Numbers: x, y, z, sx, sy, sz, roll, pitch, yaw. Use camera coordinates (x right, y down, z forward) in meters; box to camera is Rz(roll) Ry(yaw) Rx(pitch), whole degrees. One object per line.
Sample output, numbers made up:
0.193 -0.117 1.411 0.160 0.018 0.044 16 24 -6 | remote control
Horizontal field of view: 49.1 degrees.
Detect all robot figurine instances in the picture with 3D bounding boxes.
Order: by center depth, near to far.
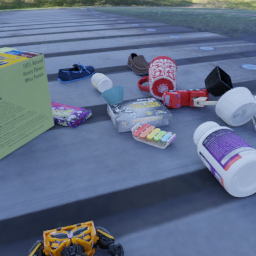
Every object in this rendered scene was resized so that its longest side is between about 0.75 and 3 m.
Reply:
-0.885 2.821 5.046 2.063 0.828 2.846 -8 31 -17 | robot figurine

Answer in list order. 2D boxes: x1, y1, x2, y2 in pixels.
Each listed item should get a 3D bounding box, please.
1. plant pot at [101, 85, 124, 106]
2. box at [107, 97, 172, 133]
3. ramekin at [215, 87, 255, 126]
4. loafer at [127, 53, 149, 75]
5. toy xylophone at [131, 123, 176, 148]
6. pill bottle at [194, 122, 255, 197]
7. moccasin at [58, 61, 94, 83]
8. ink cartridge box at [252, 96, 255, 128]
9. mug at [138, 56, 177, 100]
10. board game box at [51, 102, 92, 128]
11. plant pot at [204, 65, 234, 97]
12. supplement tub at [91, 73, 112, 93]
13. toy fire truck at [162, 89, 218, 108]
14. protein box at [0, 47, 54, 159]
-0.478 -1.111 9.944 0.807 0.543 0.807 -19 -1 0 | plant pot
0.406 -0.582 11.282 2.202 0.532 1.744 -8 30 -14 | box
4.207 -0.746 10.724 1.484 1.484 0.779 -9 46 -16 | ramekin
0.633 -3.825 16.573 0.969 0.942 2.654 -14 33 -24 | loafer
0.943 0.219 10.042 1.589 0.399 1.164 13 32 20 | toy xylophone
2.855 0.764 8.175 1.302 1.302 2.336 -7 30 -12 | pill bottle
-2.788 -3.163 15.546 0.958 0.812 2.380 22 36 33 | moccasin
5.582 -0.361 10.641 1.383 0.795 2.361 7 31 11 | ink cartridge box
1.563 -2.262 13.795 1.509 2.007 2.261 33 31 -16 | mug
-2.692 -0.582 11.586 2.054 0.332 1.233 13 28 21 | board game box
3.840 -1.900 12.007 0.955 0.849 0.957 27 45 -29 | plant pot
-1.328 -2.256 13.976 0.788 0.788 1.087 -14 33 -23 | supplement tub
3.022 -1.152 11.719 2.777 0.677 1.958 -4 16 -11 | toy fire truck
-4.349 -0.950 9.605 1.917 2.841 2.820 15 33 24 | protein box
